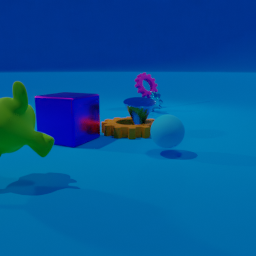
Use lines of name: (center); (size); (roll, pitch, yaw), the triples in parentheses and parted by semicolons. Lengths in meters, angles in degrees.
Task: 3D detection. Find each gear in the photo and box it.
gear: (0.074, -0.029, 8.275); (1.685, 0.312, 1.685); (0, 13, 0)
gear: (0.849, -1.948, 12.886); (1.189, 1.189, 0.220); (-10, -9, -39)

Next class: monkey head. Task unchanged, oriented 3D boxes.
monkey head: (-1.807, 0.066, 4.504); (1.086, 1.510, 0.910); (29, 0, 14)

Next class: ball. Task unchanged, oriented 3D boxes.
ball: (0.867, 0.078, 6.153); (0.745, 0.745, 0.745); (0, 13, 0)

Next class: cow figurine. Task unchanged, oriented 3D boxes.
cow figurine: (1.068, -1.135, 11.737); (0.898, 0.501, 0.912); (35, -30, -29)

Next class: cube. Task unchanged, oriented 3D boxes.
cube: (-1.545, -0.275, 7.336); (1.197, 1.197, 1.197); (6, 14, 26)

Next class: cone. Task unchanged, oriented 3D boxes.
cone: (0.327, -0.322, 8.176); (0.934, 0.937, 0.934); (1, 23, 0)
